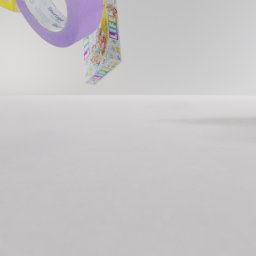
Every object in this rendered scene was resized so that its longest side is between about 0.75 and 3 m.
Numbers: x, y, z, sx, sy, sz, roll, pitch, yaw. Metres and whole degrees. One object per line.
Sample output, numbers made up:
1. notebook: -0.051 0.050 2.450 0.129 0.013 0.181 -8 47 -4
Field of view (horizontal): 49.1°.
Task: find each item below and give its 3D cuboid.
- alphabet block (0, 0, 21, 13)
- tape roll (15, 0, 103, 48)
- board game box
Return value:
1. alphabet block: -3.181 -4.121 8.482 1.129 1.135 1.156 29 28 32
2. tape roll: -1.563 -2.868 5.924 2.182 2.182 0.716 8 41 45
3. board game box: -1.003 -3.178 9.924 0.478 2.796 1.880 6 -20 -33
